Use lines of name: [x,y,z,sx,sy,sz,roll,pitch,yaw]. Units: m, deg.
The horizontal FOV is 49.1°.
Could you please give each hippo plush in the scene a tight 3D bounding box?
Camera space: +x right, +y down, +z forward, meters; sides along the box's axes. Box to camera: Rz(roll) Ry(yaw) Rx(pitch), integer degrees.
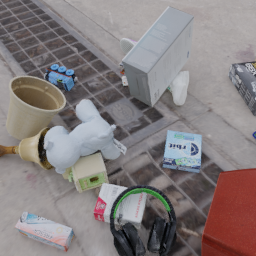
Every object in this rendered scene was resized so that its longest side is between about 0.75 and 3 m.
hippo plush: [-1.349,0.571,8.213,1.947,1.929,2.422,-32,39,-10]

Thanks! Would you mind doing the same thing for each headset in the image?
headset: [0.462,2.742,6.864,1.700,1.294,2.754,-6,66,-7]

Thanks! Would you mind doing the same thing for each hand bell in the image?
hand bell: [-3.690,0.701,9.024,2.541,1.323,1.323,-3,47,13]

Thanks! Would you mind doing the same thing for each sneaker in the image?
sneaker: [1.910,-1.589,11.243,0.881,0.749,1.992,4,41,18]
sneaker: [0.679,-3.692,13.087,2.068,0.750,1.179,34,50,17]

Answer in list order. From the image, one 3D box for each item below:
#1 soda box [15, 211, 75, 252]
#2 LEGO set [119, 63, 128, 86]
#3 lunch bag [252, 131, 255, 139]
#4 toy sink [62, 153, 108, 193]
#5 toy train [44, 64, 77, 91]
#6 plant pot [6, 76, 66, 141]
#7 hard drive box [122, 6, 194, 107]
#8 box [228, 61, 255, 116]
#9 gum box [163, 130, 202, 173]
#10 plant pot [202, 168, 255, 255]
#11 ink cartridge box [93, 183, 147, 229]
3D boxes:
soda box: [-2.194,2.741,7.440,1.482,0.471,0.507,15,50,12]
LEGO set: [0.256,-2.450,12.265,1.198,0.394,1.604,-7,60,-6]
lunch bag: [5.370,0.220,9.258,1.480,1.109,1.741,-32,61,-13]
toy sink: [-1.302,1.401,8.367,1.284,0.837,0.720,-15,52,-10]
toy train: [-2.844,-2.126,11.698,1.461,0.633,0.835,22,58,18]
plant pot: [-3.240,-0.537,9.347,1.818,1.664,1.818,24,31,-16]
hard drive box: [1.192,-2.575,10.384,1.096,2.224,2.854,32,73,21]
box: [5.523,-1.708,11.276,2.024,0.639,2.566,-7,49,-5]
gum box: [1.820,0.754,9.319,1.172,0.307,1.379,8,49,7]
plant pot: [3.097,2.497,6.375,2.441,2.770,2.767,11,48,26]
ink cartridge box: [-0.189,2.187,7.876,1.315,0.548,0.955,10,49,9]
